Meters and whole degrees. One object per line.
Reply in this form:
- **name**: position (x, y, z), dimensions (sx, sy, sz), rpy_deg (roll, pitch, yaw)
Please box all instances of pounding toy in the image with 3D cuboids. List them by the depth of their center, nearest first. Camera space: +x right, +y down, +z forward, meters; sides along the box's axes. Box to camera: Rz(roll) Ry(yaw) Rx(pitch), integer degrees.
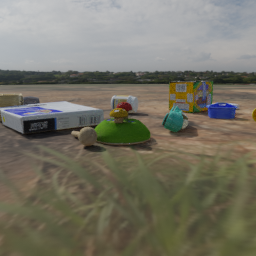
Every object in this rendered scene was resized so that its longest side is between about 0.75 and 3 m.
- **pounding toy**: position (-0.381, -0.167, 7.145), dimensions (1.965, 0.912, 1.517), rpy_deg (-4, 11, -21)

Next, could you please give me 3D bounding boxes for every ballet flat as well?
- **ballet flat**: position (1.506, -0.233, 8.632), dimensions (0.692, 0.662, 1.965), rpy_deg (27, 16, 8)

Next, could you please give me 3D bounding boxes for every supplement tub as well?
- **supplement tub**: position (-0.141, -1.026, 12.056), dimensions (1.029, 0.745, 0.745), rpy_deg (4, 12, 21)

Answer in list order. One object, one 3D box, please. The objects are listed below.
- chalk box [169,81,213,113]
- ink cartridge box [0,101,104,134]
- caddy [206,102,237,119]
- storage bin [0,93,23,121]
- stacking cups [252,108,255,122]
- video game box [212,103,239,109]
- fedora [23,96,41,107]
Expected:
- **chalk box**: position (3.047, -1.492, 12.965), dimensions (1.358, 1.351, 2.183), rpy_deg (9, 13, 44)
- **ink cartridge box**: position (-2.656, -0.415, 9.377), dimensions (2.669, 0.635, 2.701), rpy_deg (-10, 13, -37)
- **caddy**: position (3.603, -0.703, 10.789), dimensions (1.139, 0.598, 0.805), rpy_deg (2, 12, 8)
- **storage bin**: position (-4.302, -0.766, 10.206), dimensions (0.936, 0.943, 0.442), rpy_deg (-4, 13, -20)
- **stacking cups**: position (4.837, -0.568, 10.216), dimensions (0.589, 0.589, 1.945), rpy_deg (5, 10, 23)
- **video game box**: position (4.692, -1.082, 13.707), dimensions (0.967, 0.248, 1.061), rpy_deg (-2, 11, -22)
- **fedora**: position (-4.458, -1.073, 12.548), dimensions (1.459, 0.659, 1.290), rpy_deg (1, 11, 7)
